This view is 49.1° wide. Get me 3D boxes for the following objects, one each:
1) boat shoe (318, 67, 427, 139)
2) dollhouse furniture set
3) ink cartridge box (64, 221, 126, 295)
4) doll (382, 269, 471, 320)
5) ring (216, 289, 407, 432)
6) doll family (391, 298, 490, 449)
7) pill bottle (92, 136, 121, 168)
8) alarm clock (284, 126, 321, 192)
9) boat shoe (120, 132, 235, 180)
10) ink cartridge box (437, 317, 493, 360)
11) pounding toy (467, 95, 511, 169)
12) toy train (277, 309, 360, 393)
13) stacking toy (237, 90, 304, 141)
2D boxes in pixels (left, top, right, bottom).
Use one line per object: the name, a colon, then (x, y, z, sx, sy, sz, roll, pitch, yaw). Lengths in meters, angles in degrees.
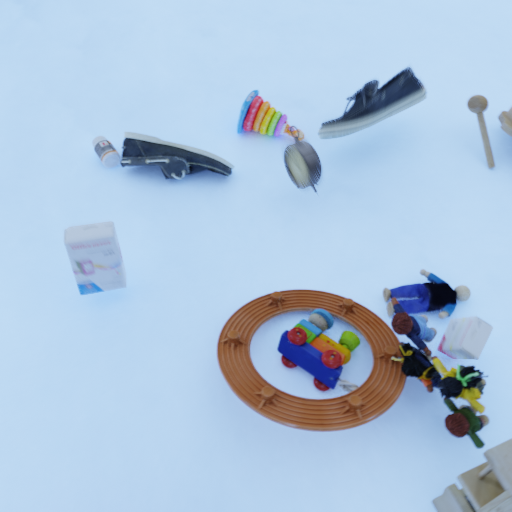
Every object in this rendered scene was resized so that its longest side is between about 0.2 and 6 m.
boat shoe: (2.198, -2.951, 10.910, 2.530, 0.944, 0.788, -29, 103, -16)
dollhouse furniture set: (3.327, 2.963, 6.327, 1.565, 2.221, 1.556, -19, 56, -13)
ink cartridge box: (-2.519, 0.040, 8.827, 0.760, 1.051, 0.445, -10, 35, -8)
doll: (2.824, 0.641, 9.183, 1.413, 0.342, 0.964, -5, 54, -3)
ring: (0.818, 1.343, 8.223, 2.797, 0.268, 2.797, 1, 36, -1)
doll family: (2.510, 1.563, 7.808, 2.223, 1.285, 0.872, 47, 111, 31)
pill bottle: (-2.990, -2.075, 11.135, 0.383, 0.383, 0.659, -27, 58, -18)
alarm clock: (0.817, -1.753, 10.017, 0.398, 1.195, 0.806, -26, 23, -18)
boat shoe: (-1.528, -1.814, 10.864, 2.228, 0.800, 0.753, 13, 93, 1)
ink cartridge box: (3.104, 1.236, 8.354, 0.318, 0.764, 0.554, 31, 78, -2)
pounding toy: (5.435, -2.364, 11.179, 2.649, 1.520, 1.515, 42, 36, 16)
toy train: (1.264, 1.521, 8.391, 1.715, 0.726, 0.992, 32, 47, 21)
stacking toy: (0.357, -2.725, 11.503, 1.403, 0.770, 0.814, 26, 55, 4)
